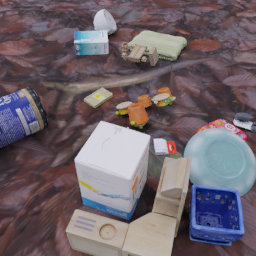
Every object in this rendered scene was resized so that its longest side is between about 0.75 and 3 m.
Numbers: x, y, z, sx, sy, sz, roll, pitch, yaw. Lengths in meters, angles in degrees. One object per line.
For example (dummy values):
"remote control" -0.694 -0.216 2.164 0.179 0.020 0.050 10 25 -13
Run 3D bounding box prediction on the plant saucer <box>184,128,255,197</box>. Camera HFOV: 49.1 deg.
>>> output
"plant saucer" 2.977 1.016 8.781 2.388 0.460 2.388 2 67 -4

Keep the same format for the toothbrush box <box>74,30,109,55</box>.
"toothbrush box" -1.851 -4.349 14.268 1.681 0.717 1.231 -5 46 -5

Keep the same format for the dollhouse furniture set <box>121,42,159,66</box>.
"dollhouse furniture set" 0.449 -3.423 13.391 1.739 0.770 0.901 18 65 24

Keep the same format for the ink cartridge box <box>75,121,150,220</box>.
"ink cartridge box" -0.364 1.218 7.933 1.553 2.147 1.580 16 48 15

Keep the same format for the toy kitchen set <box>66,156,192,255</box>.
"toy kitchen set" 0.152 1.706 7.320 2.609 2.359 2.892 12 47 11

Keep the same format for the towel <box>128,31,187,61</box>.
"towel" 1.506 -4.292 14.379 2.668 0.487 1.979 20 50 18

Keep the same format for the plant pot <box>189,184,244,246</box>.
"plant pot" 2.255 2.394 7.503 1.285 1.155 1.285 6 47 6

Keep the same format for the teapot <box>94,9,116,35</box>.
"teapot" -1.379 -5.617 15.286 1.053 1.422 1.441 -24 14 26

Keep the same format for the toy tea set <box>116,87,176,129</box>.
"toy tea set" 0.868 -0.748 10.939 2.539 0.940 1.510 -22 21 -16

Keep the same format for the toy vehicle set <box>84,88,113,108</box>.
"toy vehicle set" -1.225 -1.273 11.723 0.648 0.138 1.043 35 55 29

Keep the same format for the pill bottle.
"pill bottle" -4.373 -0.177 9.656 2.858 1.598 1.598 -27 52 -25

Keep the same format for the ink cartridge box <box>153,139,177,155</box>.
"ink cartridge box" 1.301 0.647 9.862 0.756 0.216 0.614 -5 46 1

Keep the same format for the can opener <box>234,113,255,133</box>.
"can opener" 4.745 -0.115 10.328 1.639 0.548 0.437 19 49 17

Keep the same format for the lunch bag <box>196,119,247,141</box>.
"lunch bag" 3.220 0.457 9.625 1.655 0.678 1.458 -23 50 -32
